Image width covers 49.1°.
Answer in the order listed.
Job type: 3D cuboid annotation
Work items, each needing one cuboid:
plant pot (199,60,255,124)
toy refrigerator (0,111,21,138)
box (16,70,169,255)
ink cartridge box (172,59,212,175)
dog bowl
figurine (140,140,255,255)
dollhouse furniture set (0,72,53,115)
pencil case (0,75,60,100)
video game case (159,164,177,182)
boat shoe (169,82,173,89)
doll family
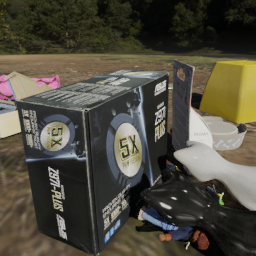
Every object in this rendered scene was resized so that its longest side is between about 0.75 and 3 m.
[{"bbox_3d":[4.568,-1.605,11.325,2.363,2.084,2.363,-9,20,-23],"label":"plant pot"},{"bbox_3d":[-3.669,-0.223,9.491,0.726,0.669,1.912,4,17,32],"label":"toy refrigerator"},{"bbox_3d":[-0.322,0.314,5.077,1.220,2.320,2.833,10,23,27],"label":"box"},{"bbox_3d":[1.564,-0.377,7.006,0.626,2.498,2.026,-1,19,-3],"label":"ink cartridge box"},{"bbox_3d":[2.626,0.145,8.547,1.830,0.537,1.830,0,18,0],"label":"dog bowl"},{"bbox_3d":[1.613,1.024,4.320,2.307,1.018,2.364,24,25,18],"label":"figurine"},{"bbox_3d":[-4.043,-0.289,9.779,2.729,1.781,2.576,-28,-11,12],"label":"dollhouse furniture set"},{"bbox_3d":[-4.873,-2.048,13.882,2.954,1.340,1.384,0,58,-7],"label":"pencil case"},{"bbox_3d":[0.647,1.008,6.657,0.830,0.106,0.750,10,21,27],"label":"video game case"},{"bbox_3d":[2.857,-2.619,16.825,1.609,0.481,0.575,-3,19,-10],"label":"boat shoe"},{"bbox_3d":[1.067,1.431,4.562,1.110,0.754,1.920,22,33,39],"label":"doll family"}]
